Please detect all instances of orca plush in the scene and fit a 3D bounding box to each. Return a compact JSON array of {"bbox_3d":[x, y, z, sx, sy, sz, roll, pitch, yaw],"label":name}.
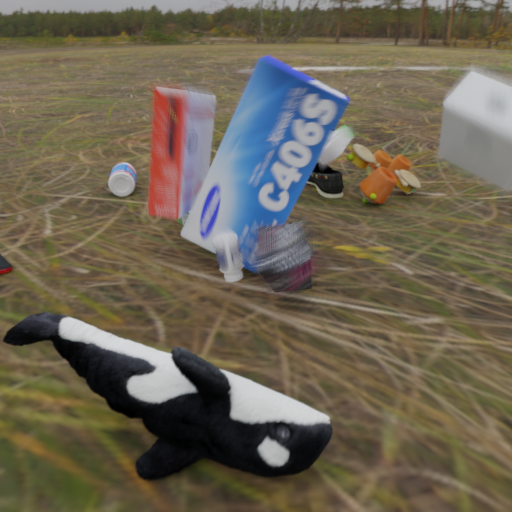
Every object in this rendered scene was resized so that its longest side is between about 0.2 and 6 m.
[{"bbox_3d":[-0.956,1.497,5.280,3.162,1.664,1.124,24,68,-1],"label":"orca plush"}]

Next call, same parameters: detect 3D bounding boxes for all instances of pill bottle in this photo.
[{"bbox_3d":[-3.031,-1.778,12.764,0.578,0.578,1.030,-4,27,-7],"label":"pill bottle"},{"bbox_3d":[-0.386,0.037,8.121,0.358,0.644,0.358,-11,19,4],"label":"pill bottle"}]

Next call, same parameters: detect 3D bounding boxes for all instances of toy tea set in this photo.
[{"bbox_3d":[2.812,-1.701,12.462,2.239,0.829,1.332,-1,49,-45],"label":"toy tea set"}]

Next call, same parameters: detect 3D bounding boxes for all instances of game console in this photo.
[{"bbox_3d":[-4.830,0.119,9.257,1.179,0.207,1.333,-20,33,-35],"label":"game console"}]

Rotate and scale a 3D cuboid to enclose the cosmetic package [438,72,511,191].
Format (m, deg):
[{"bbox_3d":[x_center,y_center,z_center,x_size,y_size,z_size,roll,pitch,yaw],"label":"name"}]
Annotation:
[{"bbox_3d":[3.057,-1.609,7.297,1.102,1.106,0.680,36,74,27],"label":"cosmetic package"}]

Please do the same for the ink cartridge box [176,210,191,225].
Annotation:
[{"bbox_3d":[-0.967,-0.893,11.190,1.157,0.343,0.601,-23,34,-39],"label":"ink cartridge box"}]

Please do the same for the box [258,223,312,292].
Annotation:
[{"bbox_3d":[0.410,0.039,7.905,0.596,0.686,1.038,-5,-20,12],"label":"box"}]

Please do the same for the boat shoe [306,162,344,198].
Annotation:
[{"bbox_3d":[1.482,-1.913,13.064,0.698,0.598,1.908,-9,26,-16],"label":"boat shoe"}]

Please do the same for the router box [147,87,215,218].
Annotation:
[{"bbox_3d":[-1.207,-1.768,9.386,0.523,1.921,2.141,8,14,5],"label":"router box"}]

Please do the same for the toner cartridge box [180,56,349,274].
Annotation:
[{"bbox_3d":[0.091,-1.339,8.632,1.429,3.009,0.650,27,22,0],"label":"toner cartridge box"}]

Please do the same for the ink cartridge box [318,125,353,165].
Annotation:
[{"bbox_3d":[1.619,-2.314,11.681,0.551,0.318,0.755,-23,25,49],"label":"ink cartridge box"}]
